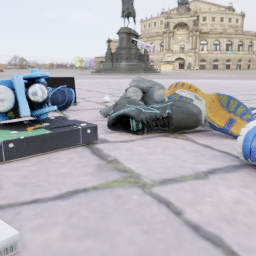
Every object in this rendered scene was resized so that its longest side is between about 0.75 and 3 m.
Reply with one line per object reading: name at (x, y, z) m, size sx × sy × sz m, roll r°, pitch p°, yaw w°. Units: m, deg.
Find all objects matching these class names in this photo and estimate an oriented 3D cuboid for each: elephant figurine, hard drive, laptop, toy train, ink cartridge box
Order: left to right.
ink cartridge box at (-1.575, 1.129, 2.751) m, size 0.869 × 0.218 × 0.705 m, roll 1°, pitch 10°, yaw 44°
toy train at (-2.670, -0.659, 6.681) m, size 1.515 × 1.149 × 2.651 m, roll -14°, pitch 8°, yaw -25°
hard drive at (-2.225, 0.181, 6.406) m, size 2.581 × 0.488 × 1.803 m, roll -11°, pitch 16°, yaw -43°
laptop at (-3.637, -1.829, 13.692) m, size 2.298 × 1.422 × 2.454 m, roll -1°, pitch 12°, yaw -6°
elephant figurine at (0.274, -0.914, 9.691) m, size 1.757 × 1.602 × 2.265 m, roll 26°, pitch -12°, yaw -15°
ink cartridge box at (0.545, -2.945, 9.920) m, size 0.507 × 0.198 × 1.070 m, roll 28°, pitch 21°, yaw 18°

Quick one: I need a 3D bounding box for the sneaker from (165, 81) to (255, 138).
sneaker at (2.259, -0.379, 7.861) m, size 2.656 × 1.170 × 1.000 m, roll 33°, pitch 66°, yaw 30°

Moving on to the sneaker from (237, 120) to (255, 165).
sneaker at (3.404, 0.347, 4.746) m, size 2.782 × 1.093 × 1.240 m, roll -10°, pitch 20°, yaw -5°

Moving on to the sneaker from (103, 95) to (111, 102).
sneaker at (-1.090, -1.523, 15.076) m, size 0.395 × 0.336 × 0.893 m, roll 12°, pitch 18°, yaw -3°

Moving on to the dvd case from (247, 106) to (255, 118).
dvd case at (3.814, -0.658, 10.865) m, size 2.376 × 0.294 × 1.786 m, roll 9°, pitch 15°, yaw 39°

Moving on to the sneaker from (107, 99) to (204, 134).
sneaker at (0.680, -0.173, 7.595) m, size 2.661 × 1.003 × 1.055 m, roll 2°, pitch 29°, yaw 23°

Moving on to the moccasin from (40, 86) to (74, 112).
moccasin at (-3.261, -1.149, 11.738) m, size 0.915 × 1.079 × 2.682 m, roll 7°, pitch -9°, yaw -44°
